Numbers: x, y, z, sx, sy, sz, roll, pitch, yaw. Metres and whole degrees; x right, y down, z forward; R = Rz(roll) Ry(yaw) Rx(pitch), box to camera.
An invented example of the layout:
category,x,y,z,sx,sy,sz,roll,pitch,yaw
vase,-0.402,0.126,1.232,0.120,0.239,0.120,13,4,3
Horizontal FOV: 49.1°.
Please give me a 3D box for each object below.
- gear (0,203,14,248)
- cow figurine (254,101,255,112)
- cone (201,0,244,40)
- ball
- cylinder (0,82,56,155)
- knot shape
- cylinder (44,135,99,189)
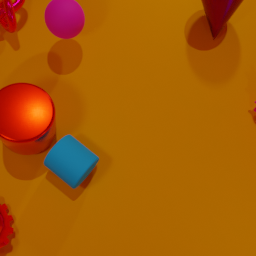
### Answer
category,x,y,z,sx,sy,sz,roll,pitch,yaw
gear,-3.140,2.130,6.242,0.234,1.266,1.266,-29,81,16
cow figurine,3.727,-0.154,6.910,1.292,0.721,1.313,29,55,-9
cone,2.343,-2.888,7.279,1.199,1.199,1.204,2,123,0
ball,-1.521,-2.644,6.756,0.951,0.951,0.951,0,80,0
cylinder,-2.385,-0.162,6.519,1.364,1.364,1.364,4,72,-13
knot shape,-3.251,-3.279,7.350,1.408,0.650,1.317,23,93,27
cylinder,-1.340,0.800,6.698,0.943,0.943,0.943,38,82,5
